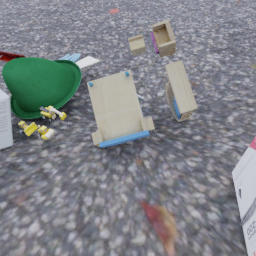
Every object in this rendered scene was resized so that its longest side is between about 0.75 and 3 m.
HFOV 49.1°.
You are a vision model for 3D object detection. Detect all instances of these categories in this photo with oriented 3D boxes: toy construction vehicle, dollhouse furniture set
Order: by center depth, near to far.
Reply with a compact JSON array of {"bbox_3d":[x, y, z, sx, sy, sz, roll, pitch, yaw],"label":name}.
[{"bbox_3d":[-2.372,-0.186,7.675,1.162,0.409,1.011,18,53,35],"label":"toy construction vehicle"},{"bbox_3d":[0.163,-0.997,7.837,2.822,1.841,2.664,-17,82,5],"label":"dollhouse furniture set"}]

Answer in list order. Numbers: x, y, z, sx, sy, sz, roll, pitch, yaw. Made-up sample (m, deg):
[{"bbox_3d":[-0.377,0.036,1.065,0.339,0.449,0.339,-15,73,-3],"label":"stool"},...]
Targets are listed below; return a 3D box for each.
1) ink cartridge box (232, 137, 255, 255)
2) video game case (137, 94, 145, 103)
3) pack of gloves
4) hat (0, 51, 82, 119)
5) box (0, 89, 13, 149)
[{"bbox_3d":[2.945,1.290,5.182,1.079,1.854,2.546,13,39,-2],"label":"ink cartridge box"},{"bbox_3d":[-0.044,-0.617,8.026,0.973,1.070,0.125,-37,80,14],"label":"video game case"},{"bbox_3d":[-2.615,-2.008,10.357,2.648,0.522,2.224,-28,33,-21],"label":"pack of gloves"},{"bbox_3d":[-3.190,-1.893,8.084,2.923,2.573,2.421,-25,51,3],"label":"hat"},{"bbox_3d":[-4.232,-0.294,7.184,1.807,1.556,1.816,-21,41,-41],"label":"box"}]
